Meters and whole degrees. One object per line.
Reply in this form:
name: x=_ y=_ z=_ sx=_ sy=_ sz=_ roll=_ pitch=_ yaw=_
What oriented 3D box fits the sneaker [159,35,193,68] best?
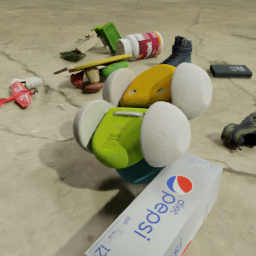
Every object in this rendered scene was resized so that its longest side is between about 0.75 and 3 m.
sneaker: x=1.596 y=-2.653 z=10.262 sx=1.871 sy=1.352 sz=0.712 roll=-20 pitch=39 yaw=-27

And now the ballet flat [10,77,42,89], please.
ballet flat: x=-3.376 y=-1.436 z=9.250 sx=1.136 sy=0.394 sz=0.394 roll=2 pitch=31 yaw=16

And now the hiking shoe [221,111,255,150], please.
hiking shoe: x=2.977 y=0.115 z=6.642 sx=1.517 sy=0.575 sz=0.764 roll=-22 pitch=46 yaw=-18

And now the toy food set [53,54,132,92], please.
toy food set: x=-1.005 y=-1.746 z=9.377 sx=2.825 sy=0.923 sz=1.662 roll=-23 pitch=14 yaw=-35

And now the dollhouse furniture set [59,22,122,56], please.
dollhouse furniture set: x=-1.564 y=-3.481 z=12.373 sx=1.549 sy=1.186 sz=2.364 roll=5 pitch=44 yaw=49

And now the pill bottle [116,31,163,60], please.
pill bottle: x=0.482 y=-3.441 z=11.804 sx=1.830 sy=1.034 sz=1.034 roll=-17 pitch=36 yaw=-24

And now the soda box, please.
soda box: x=0.528 y=1.403 z=4.160 sx=0.806 sy=0.868 sz=2.542 roll=21 pitch=38 yaw=30

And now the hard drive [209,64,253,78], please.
hard drive: x=3.806 y=-2.128 z=10.449 sx=1.342 sy=0.221 sz=0.936 roll=2 pitch=32 yaw=3

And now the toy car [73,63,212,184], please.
toy car: x=0.389 y=-0.016 z=5.382 sx=2.181 sy=1.869 sz=2.492 roll=5 pitch=46 yaw=36

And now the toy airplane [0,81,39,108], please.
toy airplane: x=-3.451 y=-0.902 z=8.421 sx=1.549 sy=0.285 sz=1.549 roll=2 pitch=37 yaw=-2
